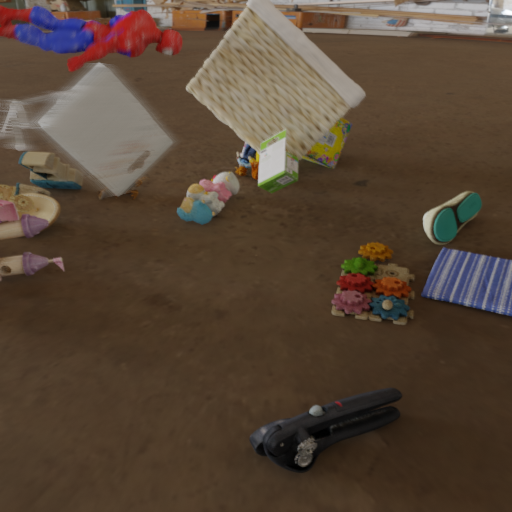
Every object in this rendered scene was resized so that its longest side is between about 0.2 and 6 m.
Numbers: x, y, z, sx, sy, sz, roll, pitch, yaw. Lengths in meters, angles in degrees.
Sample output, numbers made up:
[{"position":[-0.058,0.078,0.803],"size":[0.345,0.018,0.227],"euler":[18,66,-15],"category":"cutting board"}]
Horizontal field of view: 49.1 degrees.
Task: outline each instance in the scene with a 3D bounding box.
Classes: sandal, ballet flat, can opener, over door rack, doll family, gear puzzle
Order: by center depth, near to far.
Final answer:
[{"position":[0.981,2.072,7.038],"size":[2.117,0.671,0.832],"euler":[-13,30,-22],"category":"can opener"},{"position":[-3.573,-2.414,9.943],"size":[1.739,0.784,2.354],"euler":[-24,17,-30],"category":"over door rack"},{"position":[2.274,0.343,10.533],"size":[1.408,0.356,2.718],"euler":[7,29,13],"category":"gear puzzle"},{"position":[-5.759,-1.122,12.246],"size":[2.864,0.942,1.050],"euler":[7,70,22],"category":"sandal"},{"position":[4.183,-0.807,12.411],"size":[0.822,0.822,2.365],"euler":[24,35,37],"category":"ballet flat"},{"position":[-0.065,-2.672,15.391],"size":[1.826,1.133,0.823],"euler":[28,9,40],"category":"doll family"}]

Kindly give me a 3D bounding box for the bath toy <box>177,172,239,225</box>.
[{"position":[-1.126,-1.460,13.511],"size":[0.768,0.903,2.078],"euler":[-27,14,32],"category":"bath toy"}]

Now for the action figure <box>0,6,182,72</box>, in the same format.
[{"position":[-2.790,-3.557,9.143],"size":[3.316,0.857,1.085],"euler":[6,46,13],"category":"action figure"}]

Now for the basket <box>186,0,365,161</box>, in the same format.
[{"position":[0.466,-3.660,12.185],"size":[2.963,2.383,2.937],"euler":[39,17,-9],"category":"basket"}]

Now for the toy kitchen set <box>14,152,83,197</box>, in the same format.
[{"position":[-5.330,-1.543,13.763],"size":[1.220,1.660,2.072],"euler":[4,-8,7],"category":"toy kitchen set"}]

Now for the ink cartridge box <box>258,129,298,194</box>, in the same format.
[{"position":[0.421,-1.779,10.525],"size":[0.372,0.981,0.725],"euler":[23,-30,-38],"category":"ink cartridge box"}]

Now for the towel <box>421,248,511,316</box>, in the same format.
[{"position":[4.507,0.576,10.285],"size":[2.523,0.301,1.827],"euler":[13,33,25],"category":"towel"}]

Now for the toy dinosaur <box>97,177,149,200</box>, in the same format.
[{"position":[-3.245,-1.866,14.443],"size":[1.733,0.524,0.921],"euler":[-24,35,-37],"category":"toy dinosaur"}]

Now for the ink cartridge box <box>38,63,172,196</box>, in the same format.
[{"position":[-1.609,-1.349,6.107],"size":[0.912,1.140,0.269],"euler":[-46,40,-3],"category":"ink cartridge box"}]

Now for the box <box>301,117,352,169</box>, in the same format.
[{"position":[1.017,-3.692,15.884],"size":[2.241,1.419,2.327],"euler":[27,8,40],"category":"box"}]

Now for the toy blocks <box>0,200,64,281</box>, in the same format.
[{"position":[-4.887,-0.632,10.243],"size":[2.162,2.400,2.569],"euler":[-11,28,-6],"category":"toy blocks"}]
